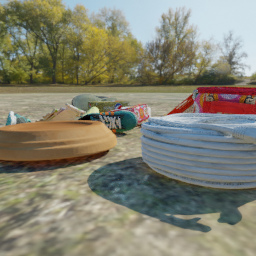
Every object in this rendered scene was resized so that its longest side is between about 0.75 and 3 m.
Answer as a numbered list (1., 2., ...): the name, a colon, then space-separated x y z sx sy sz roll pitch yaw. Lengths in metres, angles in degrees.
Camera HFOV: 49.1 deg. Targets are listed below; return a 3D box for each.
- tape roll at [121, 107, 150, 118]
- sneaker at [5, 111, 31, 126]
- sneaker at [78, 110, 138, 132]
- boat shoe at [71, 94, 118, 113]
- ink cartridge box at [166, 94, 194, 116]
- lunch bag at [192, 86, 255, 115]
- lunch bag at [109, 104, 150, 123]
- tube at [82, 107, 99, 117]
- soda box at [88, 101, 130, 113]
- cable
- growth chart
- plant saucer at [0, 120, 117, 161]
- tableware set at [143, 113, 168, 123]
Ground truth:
1. tape roll: 0.333 -0.663 12.263 1.290 0.451 1.290 0 8 0
2. sneaker: -3.391 -0.108 8.730 0.773 0.658 1.695 17 3 -24
3. sneaker: -0.659 -0.145 8.473 1.940 0.692 0.775 -1 11 31
4. boat shoe: -1.772 -1.272 14.524 2.780 0.989 0.870 -5 8 -42
5. ink cartridge box: 2.240 -0.709 9.545 1.633 0.466 1.327 -18 -19 -49
6. lunch bag: 3.281 -0.516 7.835 2.536 1.180 2.879 4 6 -41
7. lunch bag: -0.096 -0.456 10.068 1.396 0.649 1.584 -7 6 29
8. tube: -1.528 -0.561 11.860 0.498 0.445 1.715 -37 10 10
9. soda box: -0.920 -1.000 13.780 2.031 0.650 0.688 -7 10 -36
10. cable: 1.535 0.246 5.035 2.612 0.904 2.612 4 9 34
11. growth chart: -1.951 -0.266 7.820 1.315 0.117 0.951 -29 -27 14
12. plant saucer: -1.671 0.173 6.267 2.842 0.532 2.842 -1 7 0
13. tableware set: 2.007 -0.277 10.210 2.793 0.324 2.333 5 11 27
